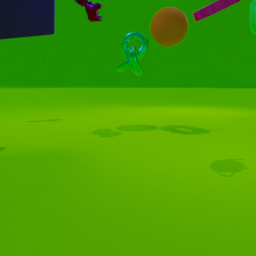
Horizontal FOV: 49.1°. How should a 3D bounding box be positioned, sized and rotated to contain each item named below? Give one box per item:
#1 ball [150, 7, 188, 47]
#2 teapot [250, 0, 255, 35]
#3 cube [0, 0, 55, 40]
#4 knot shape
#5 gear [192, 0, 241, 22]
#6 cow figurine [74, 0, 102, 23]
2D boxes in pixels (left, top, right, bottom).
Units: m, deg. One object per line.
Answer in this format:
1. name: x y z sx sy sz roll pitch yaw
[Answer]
1. ball: 1.356 -3.329 9.251 1.225 1.225 1.225 0 9 0
2. teapot: 2.539 -2.052 5.160 0.539 0.684 1.100 -1 -19 23
3. cube: -2.329 -2.834 5.865 1.305 1.305 1.305 -13 -18 -19
4. knot shape: 0.138 -2.008 8.016 0.603 1.306 1.222 11 37 -24
5. gear: 2.920 -3.954 9.044 1.622 0.300 1.622 -25 16 7
6. cow figurine: -1.574 -4.746 11.162 1.055 1.072 0.588 -1 33 -2
